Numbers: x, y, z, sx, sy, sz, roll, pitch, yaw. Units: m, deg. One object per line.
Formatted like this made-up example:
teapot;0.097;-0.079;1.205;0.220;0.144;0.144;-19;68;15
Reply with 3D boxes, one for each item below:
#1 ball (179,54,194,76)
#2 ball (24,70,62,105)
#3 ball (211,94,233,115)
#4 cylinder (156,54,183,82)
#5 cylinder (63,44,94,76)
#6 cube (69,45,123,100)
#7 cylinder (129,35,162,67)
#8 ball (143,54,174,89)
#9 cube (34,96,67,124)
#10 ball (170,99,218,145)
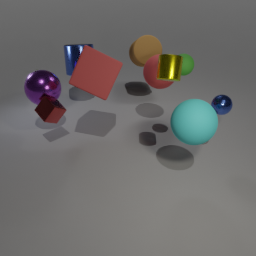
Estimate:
ball;1.785;-2.045;9.053;0.700;0.700;0.700;0;31;0
ball;-3.315;-1.559;10.935;1.400;1.400;1.400;0;31;0
ball;3.190;-0.789;9.535;0.700;0.700;0.700;0;31;0
cylinder;1.207;-1.734;8.127;0.700;0.700;0.700;6;7;-1
cylinder;-2.321;-3.290;13.458;1.400;1.400;1.400;-2;18;1
cube;-1.112;-1.975;10.013;1.400;1.400;1.400;24;11;-8
cylinder;0.836;-3.754;13.785;1.400;1.400;1.400;-5;10;-8
ball;1.324;-2.306;11.499;1.400;1.400;1.400;0;31;0
cube;-2.875;-0.665;10.412;0.700;0.700;0.700;45;15;21
ball;1.991;-0.178;8.482;1.400;1.400;1.400;0;31;0
